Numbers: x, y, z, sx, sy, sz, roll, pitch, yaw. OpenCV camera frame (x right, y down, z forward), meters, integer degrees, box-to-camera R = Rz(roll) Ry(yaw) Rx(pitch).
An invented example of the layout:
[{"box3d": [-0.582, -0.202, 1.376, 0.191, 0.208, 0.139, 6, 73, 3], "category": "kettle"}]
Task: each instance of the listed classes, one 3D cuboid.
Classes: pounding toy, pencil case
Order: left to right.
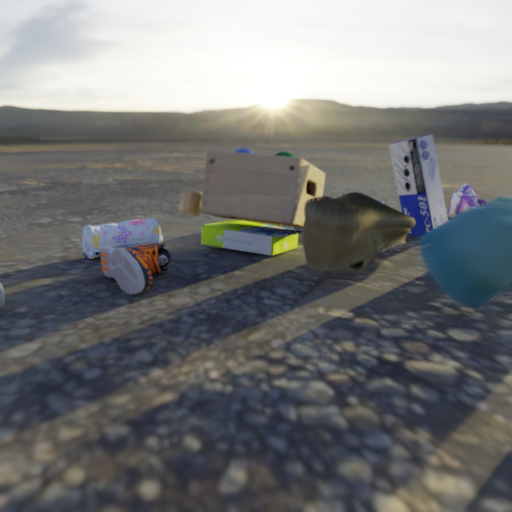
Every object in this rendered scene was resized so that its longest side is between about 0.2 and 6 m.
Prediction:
[{"box3d": [-2.654, -0.355, 11.094, 1.548, 0.643, 0.702, -12, 31, -37], "category": "pencil case"}, {"box3d": [-0.197, -1.383, 11.413, 2.964, 1.356, 2.604, 9, 2, 21], "category": "pounding toy"}]

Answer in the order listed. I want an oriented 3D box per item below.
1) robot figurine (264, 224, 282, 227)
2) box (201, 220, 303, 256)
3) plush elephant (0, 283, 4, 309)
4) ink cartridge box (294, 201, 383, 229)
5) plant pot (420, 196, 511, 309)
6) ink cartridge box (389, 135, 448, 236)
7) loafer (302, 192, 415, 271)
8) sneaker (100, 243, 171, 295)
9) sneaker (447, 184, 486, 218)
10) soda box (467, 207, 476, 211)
[{"box3d": [0.401, -0.859, 13.602, 0.511, 0.337, 0.582, 28, 22, 14], "category": "robot figurine"}, {"box3d": [-0.032, -0.386, 11.415, 1.883, 0.449, 1.148, 10, 14, 29], "category": "box"}, {"box3d": [-5.189, -0.391, 7.715, 2.563, 2.409, 3.112, -10, 18, -35], "category": "plush elephant"}, {"box3d": [2.087, -1.044, 13.934, 1.104, 0.519, 2.348, 14, 20, 40], "category": "ink cartridge box"}, {"box3d": [3.083, -0.119, 7.494, 1.251, 1.251, 1.176, -17, -21, -47], "category": "plant pot"}, {"box3d": [3.519, -1.475, 12.108, 0.463, 2.094, 0.984, -17, 8, -20], "category": "ink cartridge box"}, {"box3d": [1.727, -0.416, 9.878, 1.248, 1.107, 3.284, 33, 22, 33], "category": "loafer"}, {"box3d": [-1.833, 0.095, 9.224, 1.046, 0.724, 1.866, -10, 18, -28], "category": "sneaker"}, {"box3d": [5.716, -1.380, 14.960, 0.859, 0.782, 1.944, 14, 24, 25], "category": "sneaker"}, {"box3d": [5.562, -0.465, 10.819, 2.883, 0.982, 0.918, -3, 15, -13], "category": "soda box"}]
